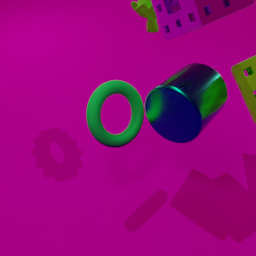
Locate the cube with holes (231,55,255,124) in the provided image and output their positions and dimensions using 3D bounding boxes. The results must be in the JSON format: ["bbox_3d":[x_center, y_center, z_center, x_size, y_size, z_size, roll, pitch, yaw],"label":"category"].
[{"bbox_3d":[2.996,-0.898,5.634,1.318,1.318,1.318,-24,0,21],"label":"cube with holes"}]

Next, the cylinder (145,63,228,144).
[{"bbox_3d":[1.131,-0.497,5.435,1.191,1.191,1.191,30,47,25],"label":"cylinder"}]

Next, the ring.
[{"bbox_3d":[-0.210,-0.261,5.336,1.286,1.286,0.257,-36,25,-29],"label":"ring"}]

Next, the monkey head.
[{"bbox_3d":[0.682,-3.186,7.654,1.338,0.963,0.807,3,43,18],"label":"monkey head"}]

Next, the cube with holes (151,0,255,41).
[{"bbox_3d":[1.135,-2.251,4.610,1.093,1.093,1.093,-28,14,-18],"label":"cube with holes"}]
